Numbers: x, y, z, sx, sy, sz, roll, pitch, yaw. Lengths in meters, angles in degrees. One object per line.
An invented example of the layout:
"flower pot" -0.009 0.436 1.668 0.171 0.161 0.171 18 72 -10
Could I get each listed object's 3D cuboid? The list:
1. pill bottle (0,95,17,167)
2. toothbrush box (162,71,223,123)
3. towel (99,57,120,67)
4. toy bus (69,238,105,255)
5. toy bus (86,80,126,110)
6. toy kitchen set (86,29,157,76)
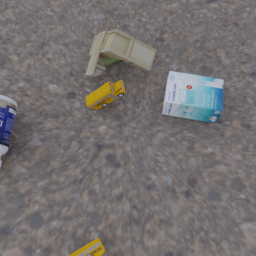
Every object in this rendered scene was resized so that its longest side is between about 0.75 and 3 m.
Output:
"pill bottle" -3.958 0.117 8.011 1.174 1.174 2.030 5 75 2
"toothbrush box" 2.085 -1.007 9.040 1.775 0.757 1.299 10 60 6
"towel" -0.604 -2.675 10.196 1.037 0.189 0.770 -27 67 -6
"toy bus" -1.138 3.270 7.031 1.139 0.371 0.446 -26 81 -19
"toy bus" -0.697 -1.060 8.836 1.332 0.521 0.433 -27 61 33
"toy kitchen set" -0.373 -2.209 9.472 1.629 1.806 1.473 18 91 -29
